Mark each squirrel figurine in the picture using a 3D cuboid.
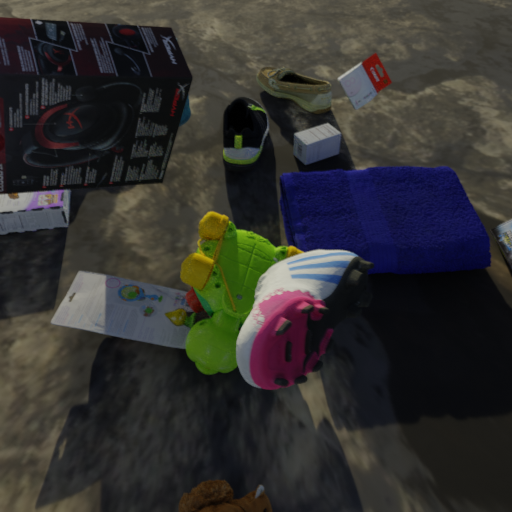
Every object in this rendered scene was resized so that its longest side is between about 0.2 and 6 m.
[{"bbox_3d":[-0.348,3.086,6.744,1.005,0.762,1.077,-26,51,-34],"label":"squirrel figurine"}]

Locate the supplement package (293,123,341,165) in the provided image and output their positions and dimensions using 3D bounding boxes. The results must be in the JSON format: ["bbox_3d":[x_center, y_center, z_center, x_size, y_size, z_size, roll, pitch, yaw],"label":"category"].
[{"bbox_3d":[1.408,-2.597,12.988,0.965,0.564,0.566,-21,47,-21],"label":"supplement package"}]

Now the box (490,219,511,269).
[{"bbox_3d":[5.162,0.138,9.662,1.322,0.417,2.402,-29,39,19],"label":"box"}]

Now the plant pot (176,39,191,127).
[{"bbox_3d":[-2.233,-3.737,11.661,1.745,1.640,1.745,3,40,-3],"label":"plant pot"}]

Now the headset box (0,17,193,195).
[{"bbox_3d":[-2.965,-2.244,8.715,3.348,2.489,1.256,-9,60,-26],"label":"headset box"}]

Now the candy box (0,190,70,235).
[{"bbox_3d":[-4.621,-1.083,11.362,1.531,0.548,1.284,-7,43,-9],"label":"candy box"}]

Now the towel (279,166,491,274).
[{"bbox_3d":[2.328,-0.611,10.721,3.605,0.893,2.662,-4,50,-4],"label":"towel"}]

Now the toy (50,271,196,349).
[{"bbox_3d":[-2.048,0.984,9.166,2.151,0.508,1.239,8,40,2],"label":"toy"}]

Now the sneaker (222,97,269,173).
[{"bbox_3d":[-0.227,-3.182,13.113,1.082,1.249,3.016,0,43,0],"label":"sneaker"}]

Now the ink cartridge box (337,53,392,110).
[{"bbox_3d":[1.841,-2.930,9.424,0.759,0.617,0.217,-31,26,14],"label":"ink cartridge box"}]

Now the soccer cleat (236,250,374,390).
[{"bbox_3d":[0.349,0.611,6.183,1.173,0.949,2.716,9,21,30],"label":"soccer cleat"}]

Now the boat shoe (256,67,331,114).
[{"bbox_3d":[1.011,-4.652,15.031,0.938,0.809,2.572,-28,50,-27],"label":"boat shoe"}]

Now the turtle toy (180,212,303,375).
[{"bbox_3d":[-0.364,0.624,8.907,1.914,1.328,2.626,25,46,-7],"label":"turtle toy"}]
